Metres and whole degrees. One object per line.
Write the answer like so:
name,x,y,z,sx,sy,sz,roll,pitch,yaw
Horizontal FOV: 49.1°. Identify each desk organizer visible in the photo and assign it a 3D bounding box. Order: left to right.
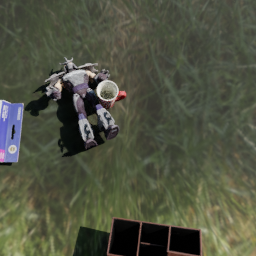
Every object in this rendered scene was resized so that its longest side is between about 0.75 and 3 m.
desk organizer,0.601,2.782,6.564,2.179,0.839,0.781,4,34,11

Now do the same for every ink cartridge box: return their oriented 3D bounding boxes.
ink cartridge box,-4.023,0.089,8.050,1.819,0.394,1.786,-2,76,7

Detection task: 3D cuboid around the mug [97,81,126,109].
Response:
mug,-0.533,-0.888,8.272,0.804,0.906,0.604,29,74,2

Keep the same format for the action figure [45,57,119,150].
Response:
action figure,-1.299,-0.943,8.256,1.949,1.039,2.995,-25,72,-4
